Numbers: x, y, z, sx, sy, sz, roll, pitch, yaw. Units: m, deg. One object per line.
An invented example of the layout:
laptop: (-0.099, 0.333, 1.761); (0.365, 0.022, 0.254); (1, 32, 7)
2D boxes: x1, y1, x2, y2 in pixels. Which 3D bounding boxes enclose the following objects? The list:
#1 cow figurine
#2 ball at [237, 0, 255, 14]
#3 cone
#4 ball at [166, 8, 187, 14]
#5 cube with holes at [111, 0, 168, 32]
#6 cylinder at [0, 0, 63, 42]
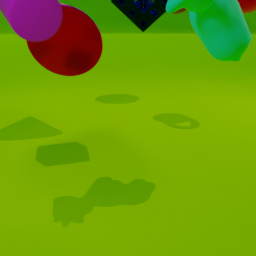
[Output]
cow figurine: (1.013, -1.340, 3.332); (0.712, 1.297, 1.277); (-27, 11, 29)
ball: (2.902, -3.256, 6.762); (0.919, 0.919, 0.919); (0, 20, 0)
cone: (-1.331, -2.316, 6.489); (1.606, 1.606, 1.612); (0, 42, 0)
ball: (1.489, -4.285, 8.706); (1.394, 1.394, 1.394); (0, 20, 0)
cube with holes: (0.264, -2.283, 4.705); (0.753, 0.753, 0.753); (34, 38, -30)
cylinder: (-1.534, -1.875, 4.364); (0.797, 0.797, 0.797); (-13, 45, -31)
